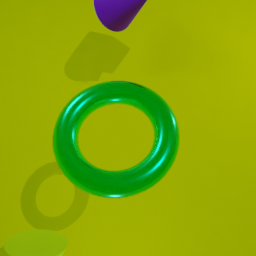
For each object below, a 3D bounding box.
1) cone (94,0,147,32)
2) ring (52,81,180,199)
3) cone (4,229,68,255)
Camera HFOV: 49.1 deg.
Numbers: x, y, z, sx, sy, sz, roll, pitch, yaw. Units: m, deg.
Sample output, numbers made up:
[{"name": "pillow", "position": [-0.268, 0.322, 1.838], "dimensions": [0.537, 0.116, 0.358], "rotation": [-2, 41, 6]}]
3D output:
[{"name": "cone", "position": [0.088, -3.074, 6.715], "dimensions": [1.321, 1.316, 1.316], "rotation": [11, 69, 48]}, {"name": "ring", "position": [-0.189, 0.104, 4.383], "dimensions": [1.983, 0.397, 1.983], "rotation": [-1, 63, 2]}, {"name": "cone", "position": [-1.633, 2.528, 4.919], "dimensions": [1.060, 1.060, 1.064], "rotation": [5, 95, 2]}]
